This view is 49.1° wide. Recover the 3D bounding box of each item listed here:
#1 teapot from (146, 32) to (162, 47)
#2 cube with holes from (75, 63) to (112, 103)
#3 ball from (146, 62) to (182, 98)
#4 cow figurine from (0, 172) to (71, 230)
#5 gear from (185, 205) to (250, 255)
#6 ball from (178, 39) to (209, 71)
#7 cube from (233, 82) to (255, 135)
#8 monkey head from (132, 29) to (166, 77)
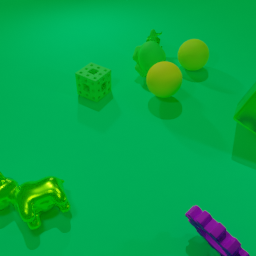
[{"bbox_3d":[0.935,-2.958,9.993,0.605,0.768,1.235,13,76,4],"label":"teapot"},{"bbox_3d":[-1.027,-1.380,8.458,0.759,0.759,0.759,24,47,22],"label":"cube with holes"},{"bbox_3d":[1.039,-1.384,8.033,1.020,1.020,1.020,0,44,0],"label":"ball"},{"bbox_3d":[-2.033,1.312,5.714,1.463,0.803,1.440,-26,55,-18],"label":"cow figurine"},{"bbox_3d":[1.506,1.858,4.783,0.224,1.211,1.211,-41,55,-11],"label":"gear"},{"bbox_3d":[2.185,-2.441,9.371,1.023,1.023,1.023,0,44,0],"label":"ball"},{"bbox_3d":[3.547,-0.526,6.656,1.367,1.367,1.367,37,31,9],"label":"cube"},{"bbox_3d":[0.815,-2.226,9.033,1.014,1.683,1.211,-10,5,37],"label":"monkey head"}]
